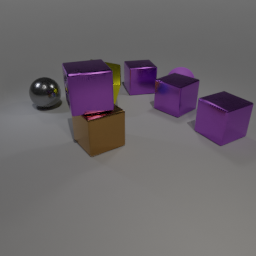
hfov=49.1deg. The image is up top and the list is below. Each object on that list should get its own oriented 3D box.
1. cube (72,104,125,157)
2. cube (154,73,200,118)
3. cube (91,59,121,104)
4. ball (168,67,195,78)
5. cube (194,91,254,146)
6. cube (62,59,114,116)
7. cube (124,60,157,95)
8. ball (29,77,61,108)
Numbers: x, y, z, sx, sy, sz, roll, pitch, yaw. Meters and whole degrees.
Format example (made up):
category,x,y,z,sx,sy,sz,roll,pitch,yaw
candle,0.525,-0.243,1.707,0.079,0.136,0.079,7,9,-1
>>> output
category,x,y,z,sx,sy,sz,roll,pitch,yaw
cube,-1.044,-0.074,9.904,1.400,1.400,1.400,-18,34,-29
cube,2.143,-1.502,12.466,1.400,1.400,1.400,-25,38,-37
cube,-1.149,-2.012,12.623,1.400,1.400,1.400,8,50,-12
ball,2.588,-2.296,13.835,1.400,1.400,1.400,0,29,0
cube,3.541,-0.399,10.489,1.400,1.400,1.400,-17,33,-27
cube,-1.337,-1.377,9.315,1.400,1.400,1.400,-10,30,-16
cube,0.618,-2.642,14.508,1.400,1.400,1.400,-6,30,-11
ball,-3.738,-1.596,12.663,1.400,1.400,1.400,0,29,0
